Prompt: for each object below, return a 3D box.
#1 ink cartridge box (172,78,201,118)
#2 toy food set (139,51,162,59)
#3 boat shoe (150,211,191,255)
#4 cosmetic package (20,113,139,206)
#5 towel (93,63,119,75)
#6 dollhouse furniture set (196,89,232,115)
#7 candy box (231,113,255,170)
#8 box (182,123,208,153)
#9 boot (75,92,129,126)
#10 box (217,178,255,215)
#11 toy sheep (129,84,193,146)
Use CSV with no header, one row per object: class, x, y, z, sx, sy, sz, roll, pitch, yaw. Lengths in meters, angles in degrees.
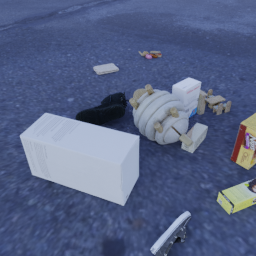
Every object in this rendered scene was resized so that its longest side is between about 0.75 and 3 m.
ink cartridge box,2.066,-1.013,10.149,0.994,1.362,0.574,-29,45,-34
toy food set,1.278,-3.996,15.394,1.329,0.209,0.845,-3,35,-18
boat shoe,1.066,2.388,6.190,0.435,0.459,1.313,39,48,24
cosmetic package,-1.219,0.777,7.471,2.875,1.547,1.220,14,39,17
towel,-1.088,-2.916,13.859,1.139,0.196,0.755,-15,39,-20
dollhouse furniture set,3.151,-1.122,10.753,1.271,0.845,1.114,-16,38,-21
candy box,4.182,0.107,8.565,2.369,1.382,0.669,-25,43,-32
box,2.166,0.303,9.067,0.401,0.489,1.031,23,40,28
boot,-0.890,-0.725,10.325,1.906,0.705,1.562,-14,24,7
box,3.017,1.712,7.195,1.383,0.347,0.521,-16,38,-20
toy sheep,1.052,-0.346,8.950,1.813,1.813,2.629,-21,57,-27
